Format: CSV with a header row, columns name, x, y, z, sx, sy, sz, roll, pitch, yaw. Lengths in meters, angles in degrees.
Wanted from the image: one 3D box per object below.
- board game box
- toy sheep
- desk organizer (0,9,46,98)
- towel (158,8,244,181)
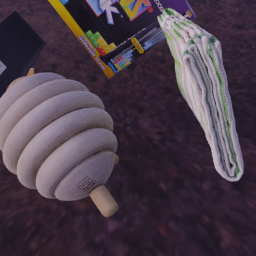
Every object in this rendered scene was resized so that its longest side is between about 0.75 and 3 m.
name,x,y,z,sx,sy,sz,roll,pitch,yaw
board game box,-0.324,-2.965,6.145,2.421,2.929,0.830,-32,20,21
toy sheep,-0.979,0.180,4.196,1.833,1.833,2.659,-36,68,-26
desk organizer,-2.889,-1.347,6.045,1.139,1.061,2.958,-29,33,22
towel,0.809,-0.577,3.615,0.342,1.661,2.227,-19,28,7
